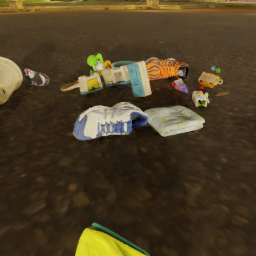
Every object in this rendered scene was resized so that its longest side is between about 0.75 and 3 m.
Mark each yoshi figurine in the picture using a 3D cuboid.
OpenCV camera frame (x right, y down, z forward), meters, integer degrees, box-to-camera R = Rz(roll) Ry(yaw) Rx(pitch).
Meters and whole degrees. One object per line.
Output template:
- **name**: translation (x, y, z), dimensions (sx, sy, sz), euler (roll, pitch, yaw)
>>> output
- **yoshi figurine**: translation (-1.495, -3.115, 13.812), dimensions (1.002, 0.998, 1.782), euler (-20, 30, -21)

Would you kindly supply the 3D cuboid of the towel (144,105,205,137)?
- **towel**: translation (1.446, -0.289, 8.993), dimensions (1.593, 0.384, 1.364), euler (-12, 29, -20)

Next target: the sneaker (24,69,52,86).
- **sneaker**: translation (-4.039, -2.196, 12.542), dimensions (1.693, 0.680, 0.731), euler (29, 22, 37)

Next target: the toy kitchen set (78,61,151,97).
- **toy kitchen set**: translation (-0.572, -1.683, 11.153), dimensions (1.798, 1.322, 2.244), euler (-25, 17, -38)

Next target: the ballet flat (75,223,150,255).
- **ballet flat**: translation (0.296, 2.189, 3.989), dimensions (2.565, 0.857, 0.860), euler (12, 51, 26)

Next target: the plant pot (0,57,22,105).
- **plant pot**: translation (-4.974, -1.678, 10.656), dimensions (1.576, 1.576, 1.443), euler (-3, 39, -5)

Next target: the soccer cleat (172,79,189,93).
- **soccer cleat**: translation (2.230, -1.720, 11.800), dimensions (0.441, 0.411, 1.205), euler (-22, 31, 2)

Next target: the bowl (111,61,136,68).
- **bowl**: translation (-0.098, -2.611, 13.063), dimensions (1.360, 0.711, 1.360), euler (0, 27, 0)

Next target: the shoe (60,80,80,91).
- **shoe**: translation (-2.372, -1.717, 11.677), dimensions (0.906, 0.242, 0.317), euler (-21, 50, 0)

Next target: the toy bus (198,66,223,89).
- **toy bus**: translation (3.604, -2.030, 12.138), dimensions (1.005, 0.550, 1.065), euler (-20, 53, 26)

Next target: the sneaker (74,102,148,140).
- **sneaker**: translation (-0.424, -0.192, 8.255), dimensions (2.389, 0.899, 1.053), euler (-24, 36, -37)

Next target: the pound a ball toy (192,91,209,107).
- **pound a ball toy**: translation (2.822, -1.161, 10.627), dimensions (0.630, 0.410, 0.966), euler (1, 28, 1)

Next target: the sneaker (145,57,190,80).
- **sneaker**: translation (1.876, -2.673, 12.859), dimensions (2.637, 1.023, 1.477), euler (-22, 34, -36)
